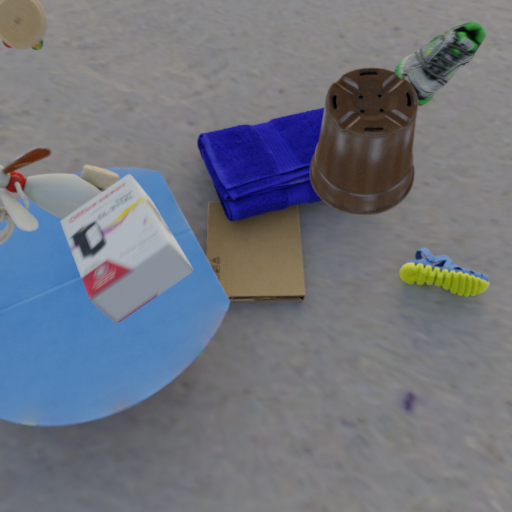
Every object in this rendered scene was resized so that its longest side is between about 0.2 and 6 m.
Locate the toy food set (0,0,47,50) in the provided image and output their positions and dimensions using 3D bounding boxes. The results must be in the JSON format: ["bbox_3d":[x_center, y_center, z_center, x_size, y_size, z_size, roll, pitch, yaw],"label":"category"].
[{"bbox_3d":[-4.220,-4.181,10.022,0.992,0.241,0.982,18,101,0],"label":"toy food set"}]

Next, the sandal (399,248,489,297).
[{"bbox_3d":[3.545,0.260,10.481,1.604,0.638,0.698,16,53,9],"label":"sandal"}]

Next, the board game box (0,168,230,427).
[{"bbox_3d":[-2.944,0.664,10.021,4.136,1.019,5.235,-25,54,-10],"label":"board game box"}]

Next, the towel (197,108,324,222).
[{"bbox_3d":[0.680,-2.146,11.763,3.501,0.867,2.585,-15,52,-12],"label":"towel"}]

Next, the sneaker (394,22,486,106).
[{"bbox_3d":[3.146,-3.388,9.572,0.842,0.919,2.158,46,63,-9],"label":"sneaker"}]

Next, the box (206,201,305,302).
[{"bbox_3d":[-0.034,-0.137,10.948,1.869,0.243,2.287,-1,55,-1],"label":"box"}]

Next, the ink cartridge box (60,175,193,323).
[{"bbox_3d":[-1.477,-0.119,6.219,1.010,0.574,1.386,-35,49,-2],"label":"ink cartridge box"}]

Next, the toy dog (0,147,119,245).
[{"bbox_3d":[-2.539,-0.723,6.884,1.953,1.288,0.941,-12,23,-33],"label":"toy dog"}]

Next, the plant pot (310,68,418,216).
[{"bbox_3d":[1.560,-1.666,7.930,1.598,1.582,1.598,-2,62,4],"label":"plant pot"}]
